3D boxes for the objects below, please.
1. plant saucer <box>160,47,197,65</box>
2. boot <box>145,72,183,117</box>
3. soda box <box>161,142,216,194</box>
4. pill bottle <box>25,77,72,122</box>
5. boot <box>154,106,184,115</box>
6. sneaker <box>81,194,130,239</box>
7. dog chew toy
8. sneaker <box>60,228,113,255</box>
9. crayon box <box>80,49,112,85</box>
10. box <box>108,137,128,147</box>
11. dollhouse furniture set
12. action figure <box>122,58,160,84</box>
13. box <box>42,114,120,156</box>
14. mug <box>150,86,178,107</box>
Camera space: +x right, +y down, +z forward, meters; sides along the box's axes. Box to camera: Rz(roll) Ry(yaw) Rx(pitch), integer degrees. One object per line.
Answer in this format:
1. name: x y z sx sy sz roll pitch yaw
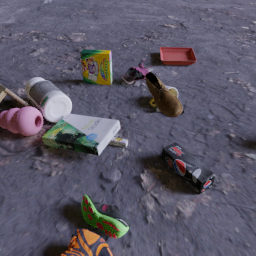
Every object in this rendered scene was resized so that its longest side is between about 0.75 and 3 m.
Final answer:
1. plant saucer: 2.927 -4.264 16.687 2.037 0.374 2.040 2 36 2
2. boot: 0.991 -1.018 8.394 0.641 0.657 1.741 -36 55 4
3. soda box: 1.916 1.267 9.165 0.661 0.592 1.869 -22 42 -27
4. pill bottle: -3.469 -1.278 11.972 1.273 1.273 2.251 -25 44 -29
5. boot: 1.795 -0.785 12.092 1.160 0.393 0.757 -14 45 -15
6. sneaker: -0.655 2.414 7.758 1.727 0.663 0.723 28 20 34
7. dog chew toy: -4.259 -0.293 10.889 1.812 1.128 1.128 4 37 16
8. sneaker: -1.475 3.147 6.614 2.208 0.856 1.237 -1 32 -19
9. crayon box: -1.539 -3.009 13.940 1.439 1.668 0.486 5 37 8
10. box: -0.577 0.482 10.504 1.154 0.239 0.223 10 37 14
11. dollhouse furniture set: -5.675 -0.543 11.700 2.335 2.000 2.455 29 80 33
12. action figure: 0.758 -2.802 14.578 1.187 1.320 1.772 52 34 7
13. box: -1.730 0.170 10.510 2.406 0.437 1.737 7 37 25
14. mug: 1.543 -1.510 12.662 1.129 0.904 0.927 -14 31 -28
